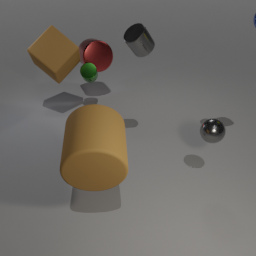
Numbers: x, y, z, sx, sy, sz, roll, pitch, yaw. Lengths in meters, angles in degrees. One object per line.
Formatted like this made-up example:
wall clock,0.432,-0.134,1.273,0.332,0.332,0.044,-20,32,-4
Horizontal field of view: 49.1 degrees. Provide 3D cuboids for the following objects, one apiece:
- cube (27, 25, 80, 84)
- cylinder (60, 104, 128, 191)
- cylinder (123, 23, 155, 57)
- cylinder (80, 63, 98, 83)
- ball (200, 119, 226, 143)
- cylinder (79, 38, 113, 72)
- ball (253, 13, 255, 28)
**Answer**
cube,-2.906,-2.898,11.231,1.400,1.400,1.400,40,79,0
cylinder,-0.731,0.435,6.199,1.400,1.400,1.400,-2,44,-3
cylinder,0.333,-2.563,8.212,0.700,0.700,0.700,-16,57,25
cylinder,-1.663,-2.369,12.029,0.700,0.700,0.700,-1,-4,-1
ball,2.383,0.083,7.892,0.700,0.700,0.700,0,30,0
cylinder,-1.565,-3.449,13.203,1.400,1.400,1.400,-11,24,-18
ball,3.806,-2.984,7.645,0.700,0.700,0.700,0,30,0
